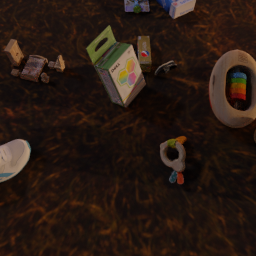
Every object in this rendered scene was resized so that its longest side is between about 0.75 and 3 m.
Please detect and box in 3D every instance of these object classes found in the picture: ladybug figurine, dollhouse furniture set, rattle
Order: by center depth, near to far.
[{"bbox_3d":[1.740,1.096,9.586,0.964,1.057,1.480,-27,79,21],"label":"rattle"},{"bbox_3d":[3.804,-1.399,10.133,1.984,1.051,2.922,12,79,-8],"label":"ladybug figurine"},{"bbox_3d":[-3.727,-2.574,11.062,2.117,0.937,1.097,13,64,6],"label":"dollhouse furniture set"}]

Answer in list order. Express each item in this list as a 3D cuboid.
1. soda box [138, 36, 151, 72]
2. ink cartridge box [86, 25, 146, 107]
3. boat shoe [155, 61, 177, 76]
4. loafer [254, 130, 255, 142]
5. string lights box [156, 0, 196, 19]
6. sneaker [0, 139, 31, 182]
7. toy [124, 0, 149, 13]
[{"bbox_3d":[0.668,-3.057,11.552,0.493,0.522,1.541,0,62,0],"label":"soda box"},{"bbox_3d":[-0.332,-2.102,9.879,0.762,2.571,1.335,22,63,35],"label":"ink cartridge box"},{"bbox_3d":[1.532,-2.371,11.289,1.006,0.361,0.340,-30,62,-17],"label":"boat shoe"},{"bbox_3d":[4.924,-0.020,9.969,0.534,0.482,1.411,24,72,12],"label":"loafer"},{"bbox_3d":[1.986,-6.215,13.092,1.163,0.667,2.263,-29,67,-15],"label":"string lights box"},{"bbox_3d":[-4.524,1.211,9.004,2.853,1.152,1.091,-31,65,-16],"label":"sneaker"},{"bbox_3d":[0.389,-6.296,13.259,1.136,0.466,1.972,-2,63,-3],"label":"toy"}]
